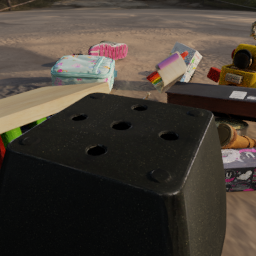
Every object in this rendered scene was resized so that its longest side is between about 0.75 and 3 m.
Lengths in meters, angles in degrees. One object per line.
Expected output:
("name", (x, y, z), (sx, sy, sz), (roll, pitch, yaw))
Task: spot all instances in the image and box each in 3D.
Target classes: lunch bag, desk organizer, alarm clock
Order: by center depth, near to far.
("alarm clock", (2.615, 0.024, 7.265), (0.979, 0.483, 1.451), (11, 26, 29))
("desk organizer", (2.358, -0.573, 7.635), (2.523, 0.971, 0.905), (11, 34, 29))
("lunch bag", (-1.566, -2.051, 10.627), (2.260, 1.086, 2.818), (1, 27, 2))

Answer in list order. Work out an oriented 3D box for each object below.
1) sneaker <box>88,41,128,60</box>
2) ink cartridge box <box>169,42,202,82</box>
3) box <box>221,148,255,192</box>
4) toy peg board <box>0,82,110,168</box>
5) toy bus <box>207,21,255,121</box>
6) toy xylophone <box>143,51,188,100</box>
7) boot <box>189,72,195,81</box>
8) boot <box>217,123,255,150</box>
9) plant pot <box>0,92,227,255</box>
("sneaker", (-1.220, -3.920, 14.387), (1.194, 1.007, 2.730), (18, 28, 32))
("ink cartridge box", (2.046, -2.461, 10.718), (0.912, 1.248, 0.916), (34, 14, 25))
("box", (2.202, 0.816, 5.616), (1.055, 0.605, 0.697), (-2, 27, -4))
("toy peg board", (-2.324, -0.008, 6.774), (2.949, 1.449, 2.962), (4, 22, 42))
("toy bus", (3.319, -1.457, 8.177), (1.280, 2.337, 2.477), (-20, 78, -42))
("toy xylophone", (1.050, -1.476, 8.437), (1.572, 0.539, 2.147), (-33, -5, -8))
("boot", (2.346, -2.414, 12.067), (1.045, 0.542, 1.599), (11, 36, 10))
("boot", (2.432, 0.349, 6.035), (1.133, 1.460, 0.560), (11, 71, 5))
("plant pot", (-0.060, 0.960, 3.543), (2.570, 2.286, 2.577), (12, 29, 21))
